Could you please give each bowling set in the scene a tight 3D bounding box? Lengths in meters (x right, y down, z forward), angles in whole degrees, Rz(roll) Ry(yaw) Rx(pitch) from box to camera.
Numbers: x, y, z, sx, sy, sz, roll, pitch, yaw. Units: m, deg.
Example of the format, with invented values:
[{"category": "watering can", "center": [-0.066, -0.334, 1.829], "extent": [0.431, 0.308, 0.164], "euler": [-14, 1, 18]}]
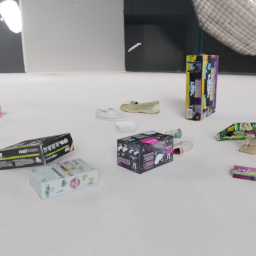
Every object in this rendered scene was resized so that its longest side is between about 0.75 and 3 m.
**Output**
[{"category": "bowling set", "center": [3.938, 0.418, 8.932], "extent": [0.523, 0.678, 0.974], "euler": [11, 14, 35]}]

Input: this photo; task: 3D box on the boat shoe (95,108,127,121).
[{"category": "boat shoe", "center": [-0.812, -0.665, 13.122], "extent": [1.604, 0.560, 0.569], "euler": [7, 17, 26]}]

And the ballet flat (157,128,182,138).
[{"category": "ballet flat", "center": [1.408, 0.179, 10.287], "extent": [1.177, 0.437, 0.437], "euler": [-3, 15, -11]}]

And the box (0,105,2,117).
[{"category": "box", "center": [-6.655, -0.738, 13.122], "extent": [0.655, 0.628, 1.315], "euler": [4, 11, 19]}]

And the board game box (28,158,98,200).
[{"category": "board game box", "center": [-1.524, 1.151, 6.583], "extent": [1.342, 0.431, 0.990], "euler": [-11, 18, -33]}]

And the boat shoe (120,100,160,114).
[{"category": "boat shoe", "center": [0.631, -1.179, 14.798], "extent": [2.193, 0.687, 0.804], "euler": [5, 16, 19]}]

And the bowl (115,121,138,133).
[{"category": "bowl", "center": [-0.051, -0.037, 11.231], "extent": [0.881, 0.329, 0.879], "euler": [-3, 15, -10]}]

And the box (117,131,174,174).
[{"category": "box", "center": [0.487, 0.637, 7.791], "extent": [1.397, 0.801, 0.923], "euler": [-12, 18, -42]}]

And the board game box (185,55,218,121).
[{"category": "board game box", "center": [3.596, -2.010, 13.520], "extent": [0.835, 2.947, 2.436], "euler": [8, 17, 33]}]

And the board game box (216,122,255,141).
[{"category": "board game box", "center": [4.620, 0.113, 9.411], "extent": [2.841, 0.333, 1.489], "euler": [-2, -13, -5]}]

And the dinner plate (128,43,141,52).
[{"category": "dinner plate", "center": [0.366, -4.709, 16.278], "extent": [0.899, 0.109, 0.899], "euler": [-33, 11, 7]}]

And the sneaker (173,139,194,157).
[{"category": "sneaker", "center": [1.587, 0.658, 8.532], "extent": [1.069, 0.435, 0.471], "euler": [-15, 21, -21]}]

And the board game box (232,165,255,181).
[{"category": "board game box", "center": [3.192, 1.170, 7.089], "extent": [1.002, 0.162, 0.602], "euler": [6, 12, 22]}]

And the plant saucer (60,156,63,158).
[{"category": "plant saucer", "center": [-2.355, 0.747, 8.539], "extent": [0.807, 0.202, 0.807], "euler": [0, 16, 0]}]

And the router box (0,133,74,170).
[{"category": "router box", "center": [-2.523, 0.628, 7.527], "extent": [1.732, 0.538, 1.298], "euler": [-10, 8, 24]}]
